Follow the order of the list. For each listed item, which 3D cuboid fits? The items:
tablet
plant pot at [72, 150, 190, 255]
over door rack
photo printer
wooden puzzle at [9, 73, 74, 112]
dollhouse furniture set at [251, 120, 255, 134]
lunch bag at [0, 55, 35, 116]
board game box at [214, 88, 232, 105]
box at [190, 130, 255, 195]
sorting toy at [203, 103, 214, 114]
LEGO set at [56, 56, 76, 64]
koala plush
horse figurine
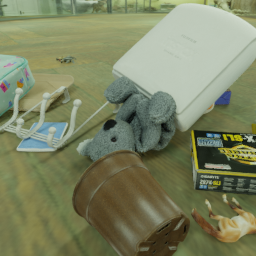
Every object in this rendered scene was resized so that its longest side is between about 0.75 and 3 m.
[{"bbox_3d":[-2.021,0.190,6.787,0.901,0.095,1.384,0,27,0],"label":"tablet"},{"bbox_3d":[0.071,1.134,3.761,1.240,1.240,1.228,-17,38,-30],"label":"plant pot"},{"bbox_3d":[-1.804,-0.578,7.331,2.099,0.946,2.841,13,29,26],"label":"over door rack"},{"bbox_3d":[1.408,-1.634,6.576,2.917,1.013,2.427,-44,57,-7],"label":"photo printer"},{"bbox_3d":[-3.184,-1.171,9.235,2.230,0.449,2.410,4,32,10],"label":"wooden puzzle"},{"bbox_3d":[3.835,0.627,5.319,2.792,1.930,2.957,29,0,8],"label":"dollhouse furniture set"},{"bbox_3d":[-4.205,-1.168,7.941,2.122,1.020,2.646,12,42,18],"label":"lunch bag"},{"bbox_3d":[2.788,-1.131,9.051,0.747,0.453,0.936,-1,27,-3],"label":"board game box"},{"bbox_3d":[2.249,0.631,5.470,1.975,0.487,1.577,4,25,8],"label":"box"},{"bbox_3d":[1.464,-1.402,7.977,2.093,1.884,1.118,7,26,15],"label":"sorting toy"},{"bbox_3d":[-3.071,-3.472,13.897,1.313,0.372,0.852,14,30,25],"label":"LEGO set"},{"bbox_3d":[-0.050,0.185,5.664,1.570,1.627,1.771,26,58,35],"label":"koala plush"},{"bbox_3d":[1.518,1.358,4.131,1.269,0.317,0.841,-5,31,-26],"label":"horse figurine"}]
